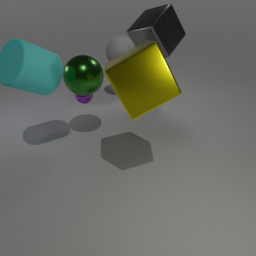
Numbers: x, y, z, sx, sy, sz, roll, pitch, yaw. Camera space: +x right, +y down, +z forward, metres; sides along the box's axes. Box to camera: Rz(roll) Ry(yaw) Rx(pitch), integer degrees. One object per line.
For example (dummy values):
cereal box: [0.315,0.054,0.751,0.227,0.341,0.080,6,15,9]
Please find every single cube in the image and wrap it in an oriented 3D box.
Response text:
cube: [0.332,-1.287,7.250,1.400,1.400,1.400,-28,19,6]
cube: [1.102,-3.670,10.820,1.400,1.400,1.400,12,58,48]

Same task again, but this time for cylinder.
cylinder: [-2.953,-1.808,8.505,1.400,1.400,1.400,25,8,35]

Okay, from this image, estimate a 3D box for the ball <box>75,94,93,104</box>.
ball: [-1.719,-1.300,10.970,0.700,0.700,0.700,0,31,0]

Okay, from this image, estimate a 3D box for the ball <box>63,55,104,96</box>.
ball: [-1.533,-1.807,9.672,1.400,1.400,1.400,0,31,0]

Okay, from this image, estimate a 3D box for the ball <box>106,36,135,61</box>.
ball: [-0.326,-3.531,13.010,1.400,1.400,1.400,0,31,0]
